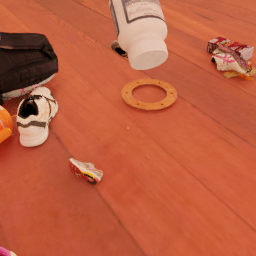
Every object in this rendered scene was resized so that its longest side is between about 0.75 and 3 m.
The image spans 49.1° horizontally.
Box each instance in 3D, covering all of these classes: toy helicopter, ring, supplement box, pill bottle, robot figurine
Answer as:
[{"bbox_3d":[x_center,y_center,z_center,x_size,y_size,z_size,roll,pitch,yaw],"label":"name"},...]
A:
[{"bbox_3d":[4.528,-2.187,11.327,1.269,0.501,0.839,-11,47,5],"label":"toy helicopter"},{"bbox_3d":[0.775,-1.232,10.302,2.030,0.195,2.030,0,41,0],"label":"ring"},{"bbox_3d":[4.650,-3.588,12.823,0.978,0.547,1.798,-31,48,-32],"label":"supplement box"},{"bbox_3d":[0.236,-2.198,5.917,1.060,1.060,1.772,-10,76,-12],"label":"pill bottle"},{"bbox_3d":[-4.200,0.085,7.903,1.538,1.247,2.138,-24,20,43],"label":"robot figurine"}]

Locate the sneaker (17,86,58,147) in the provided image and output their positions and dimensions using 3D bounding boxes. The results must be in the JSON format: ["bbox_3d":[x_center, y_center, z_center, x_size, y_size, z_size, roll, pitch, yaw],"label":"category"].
[{"bbox_3d":[-2.876,-0.667,8.943,1.008,1.094,2.736,-6,39,-4],"label":"sneaker"}]

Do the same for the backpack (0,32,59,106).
[{"bbox_3d":[-4.044,-2.261,9.828,2.989,2.495,1.892,-24,19,-32],"label":"backpack"}]

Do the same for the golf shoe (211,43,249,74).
[{"bbox_3d":[4.189,-2.679,11.554,0.760,0.964,2.093,16,30,-26],"label":"golf shoe"}]

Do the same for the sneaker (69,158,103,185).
[{"bbox_3d":[-1.134,1.104,7.398,1.046,0.407,0.430,28,42,17],"label":"sneaker"}]

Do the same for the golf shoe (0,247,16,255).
[{"bbox_3d":[-2.709,2.383,4.812,2.885,1.321,1.087,0,29,23],"label":"golf shoe"}]

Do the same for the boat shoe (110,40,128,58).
[{"bbox_3d":[-0.111,-1.965,7.292,0.844,0.314,0.309,14,43,-39],"label":"boat shoe"}]
